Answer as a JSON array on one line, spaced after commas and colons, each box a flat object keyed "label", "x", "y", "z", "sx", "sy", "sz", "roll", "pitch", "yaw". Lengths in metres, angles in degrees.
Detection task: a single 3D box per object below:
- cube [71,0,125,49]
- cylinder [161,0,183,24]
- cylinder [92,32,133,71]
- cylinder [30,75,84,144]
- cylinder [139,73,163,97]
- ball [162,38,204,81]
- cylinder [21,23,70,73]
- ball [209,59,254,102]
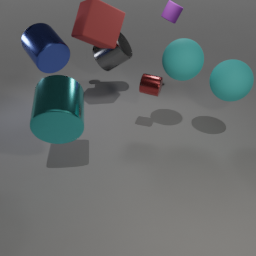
[{"label": "cube", "x": -1.179, "y": -3.993, "z": 10.850, "sx": 1.400, "sy": 1.400, "sz": 1.400, "roll": 13, "pitch": 8, "yaw": -32}, {"label": "cylinder", "x": 1.876, "y": -4.929, "z": 11.907, "sx": 0.700, "sy": 0.700, "sz": 0.700, "roll": 23, "pitch": 27, "yaw": -12}, {"label": "cylinder", "x": -0.729, "y": -3.639, "z": 13.340, "sx": 1.400, "sy": 1.400, "sz": 1.400, "roll": -25, "pitch": 20, "yaw": 26}, {"label": "cylinder", "x": -1.928, "y": -0.508, "z": 7.794, "sx": 1.400, "sy": 1.400, "sz": 1.400, "roll": -3, "pitch": 51, "yaw": -6}, {"label": "cylinder", "x": 0.824, "y": -1.534, "z": 9.986, "sx": 0.700, "sy": 0.700, "sz": 0.700, "roll": 15, "pitch": 32, "yaw": 11}, {"label": "ball", "x": 1.860, "y": -2.314, "z": 9.517, "sx": 1.400, "sy": 1.400, "sz": 1.400, "roll": 0, "pitch": 30, "yaw": 0}, {"label": "cylinder", "x": -3.181, "y": -3.084, "z": 10.858, "sx": 1.400, "sy": 1.400, "sz": 1.400, "roll": -22, "pitch": 59, "yaw": -33}, {"label": "ball", "x": 3.478, "y": -1.596, "z": 9.456, "sx": 1.400, "sy": 1.400, "sz": 1.400, "roll": 0, "pitch": 30, "yaw": 0}]
